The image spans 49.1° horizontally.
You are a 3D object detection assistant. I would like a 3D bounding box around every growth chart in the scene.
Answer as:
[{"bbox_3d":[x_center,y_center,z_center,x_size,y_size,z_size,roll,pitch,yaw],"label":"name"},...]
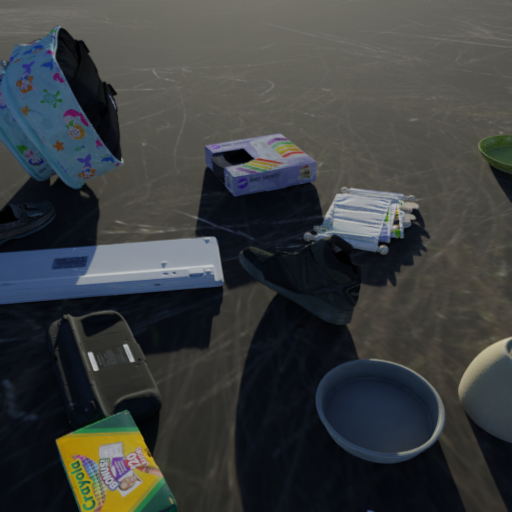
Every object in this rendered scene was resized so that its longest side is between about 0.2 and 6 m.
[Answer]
[{"bbox_3d":[2.156,-0.755,10.906,1.773,0.217,2.450,14,36,20],"label":"growth chart"}]

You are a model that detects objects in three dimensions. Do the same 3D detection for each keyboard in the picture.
[{"bbox_3d":[-3.143,0.260,9.402,5.096,0.272,1.434,-4,28,-7],"label":"keyboard"}]

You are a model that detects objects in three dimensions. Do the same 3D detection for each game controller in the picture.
[{"bbox_3d":[-2.064,1.461,7.443,1.149,0.464,2.203,-2,31,-30],"label":"game controller"}]

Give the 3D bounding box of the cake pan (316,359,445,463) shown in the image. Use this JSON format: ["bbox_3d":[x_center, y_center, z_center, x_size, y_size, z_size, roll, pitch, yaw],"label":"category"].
[{"bbox_3d":[1.486,1.885,6.817,1.531,0.281,1.531,0,33,0],"label":"cake pan"}]

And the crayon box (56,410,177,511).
[{"bbox_3d":[-1.491,2.389,5.920,0.847,0.415,1.425,-18,37,-26],"label":"crayon box"}]

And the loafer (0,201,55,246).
[{"bbox_3d":[-4.594,-0.649,10.377,0.696,0.609,1.938,21,39,29],"label":"loafer"}]

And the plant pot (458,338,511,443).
[{"bbox_3d":[3.242,1.513,6.850,1.308,0.878,1.308,0,34,0],"label":"plant pot"}]

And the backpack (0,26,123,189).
[{"bbox_3d":[-4.196,-3.019,11.992,2.465,2.907,3.274,-29,41,-2],"label":"backpack"}]

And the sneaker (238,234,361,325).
[{"bbox_3d":[0.718,0.083,8.609,2.119,1.214,0.810,27,13,35],"label":"sneaker"}]

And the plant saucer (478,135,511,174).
[{"bbox_3d":[6.314,-2.330,13.209,2.098,0.326,2.098,0,33,0],"label":"plant saucer"}]

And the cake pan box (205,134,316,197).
[{"bbox_3d":[0.024,-2.088,12.662,2.080,0.544,1.916,-13,33,-18],"label":"cake pan box"}]

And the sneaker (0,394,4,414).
[{"bbox_3d":[-4.089,1.760,6.510,2.144,0.850,1.024,-10,33,-16],"label":"sneaker"}]
